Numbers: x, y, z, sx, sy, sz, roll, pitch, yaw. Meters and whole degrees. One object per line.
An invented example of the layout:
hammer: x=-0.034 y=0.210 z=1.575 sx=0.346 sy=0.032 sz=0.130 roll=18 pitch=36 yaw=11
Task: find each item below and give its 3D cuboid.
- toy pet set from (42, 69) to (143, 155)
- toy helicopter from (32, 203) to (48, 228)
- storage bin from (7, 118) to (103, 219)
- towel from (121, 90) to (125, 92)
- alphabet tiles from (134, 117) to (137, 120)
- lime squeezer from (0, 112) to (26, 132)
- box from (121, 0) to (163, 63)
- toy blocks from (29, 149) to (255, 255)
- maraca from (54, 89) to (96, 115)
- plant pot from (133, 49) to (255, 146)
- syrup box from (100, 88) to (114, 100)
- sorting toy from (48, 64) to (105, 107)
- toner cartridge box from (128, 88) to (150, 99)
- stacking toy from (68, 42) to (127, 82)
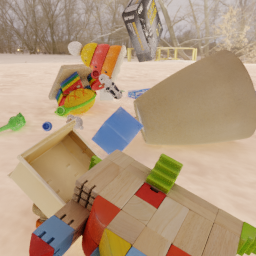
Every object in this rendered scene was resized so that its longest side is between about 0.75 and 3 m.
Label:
toy pet set: x=-0.947 y=-0.205 z=7.735 sx=2.278 sy=2.440 sz=1.296 roll=41 pitch=-1 yaw=0
toy helicopter: x=-1.091 y=1.438 z=5.133 sx=1.266 sy=0.499 sz=0.837 roll=5 pitch=5 yaw=-22
storage bin: x=-0.891 y=0.807 z=4.746 sx=1.511 sy=0.708 sz=1.500 roll=46 pitch=39 yaw=1
towel: x=-0.699 y=-2.436 z=18.405 sx=0.702 sy=0.108 sz=0.920 roll=-14 pitch=20 yaw=-39
alphabet tiles: x=0.548 y=-0.368 z=11.643 sx=0.686 sy=0.031 sz=0.821 roll=-15 pitch=22 yaw=-41
lime squeezer: x=-4.250 y=-0.156 z=10.429 sx=1.035 sy=0.553 sz=2.931 roll=-29 pitch=14 yaw=11
box: x=0.392 y=-2.464 z=6.573 sx=0.366 sy=1.200 sz=1.515 roll=-5 pitch=42 yaw=25
toy blocks: x=0.158 y=1.375 z=3.455 sx=2.742 sy=1.370 sz=1.875 roll=28 pitch=31 yaw=17
maraca: x=-2.318 y=-1.090 z=12.459 sx=1.986 sy=1.063 sz=1.362 roll=-31 pitch=24 yaw=-21
plant pot: x=1.768 y=-0.604 z=8.515 sx=2.982 sy=2.793 sz=2.793 roll=-16 pitch=18 yaw=-3
syrup box: x=-1.198 y=-2.157 z=16.265 sx=0.772 sy=0.798 sz=1.960 roll=0 pitch=18 yaw=-2
sorting toy: x=-2.252 y=-1.975 z=13.518 sx=2.502 sy=0.871 sz=2.487 roll=-12 pitch=-21 yaw=-35
toner cartridge box: x=0.944 y=-2.076 z=16.688 sx=1.787 sy=0.386 sz=0.849 roll=-11 pitch=20 yaw=-33
stacking toy: x=-1.322 y=-2.853 z=11.280 sx=2.264 sy=1.654 sz=1.654 roll=19 pitch=16 yaw=-6
